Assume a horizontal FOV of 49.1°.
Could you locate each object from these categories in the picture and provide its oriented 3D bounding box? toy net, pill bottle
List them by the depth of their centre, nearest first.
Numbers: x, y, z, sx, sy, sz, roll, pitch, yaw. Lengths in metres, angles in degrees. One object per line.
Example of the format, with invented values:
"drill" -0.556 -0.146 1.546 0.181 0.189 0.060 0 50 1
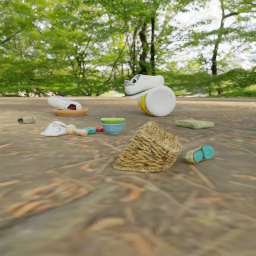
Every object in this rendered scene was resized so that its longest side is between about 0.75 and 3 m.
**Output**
"toy net" -1.364 -0.067 8.611 2.509 0.485 1.316 -1 8 -7
"pill bottle" 1.366 -1.463 14.743 1.530 1.530 2.800 -1 8 -9

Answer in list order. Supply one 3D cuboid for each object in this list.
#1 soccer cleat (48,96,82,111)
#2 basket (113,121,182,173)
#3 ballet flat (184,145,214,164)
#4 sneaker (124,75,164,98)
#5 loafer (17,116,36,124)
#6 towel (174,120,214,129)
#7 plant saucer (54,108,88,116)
"soccer cleat" -3.367 -1.254 14.648 1.884 0.658 0.813 13 15 3
"basket" 0.425 0.485 5.125 0.841 0.877 1.178 35 16 9
"ballet flat" 1.352 0.504 5.382 0.307 0.307 0.869 7 11 40
"sneaker" 0.590 -1.568 9.644 1.632 0.657 0.624 -29 22 -31
"loafer" -3.993 -0.298 11.015 0.809 0.306 0.276 -8 7 14
"towel" 2.373 -0.145 10.107 0.920 0.226 1.240 -4 8 -30
"plant saucer" -2.937 -0.819 14.501 1.772 0.332 1.772 -1 9 0
